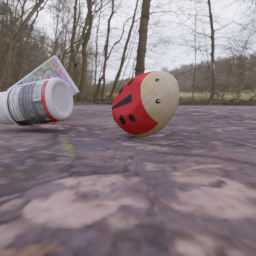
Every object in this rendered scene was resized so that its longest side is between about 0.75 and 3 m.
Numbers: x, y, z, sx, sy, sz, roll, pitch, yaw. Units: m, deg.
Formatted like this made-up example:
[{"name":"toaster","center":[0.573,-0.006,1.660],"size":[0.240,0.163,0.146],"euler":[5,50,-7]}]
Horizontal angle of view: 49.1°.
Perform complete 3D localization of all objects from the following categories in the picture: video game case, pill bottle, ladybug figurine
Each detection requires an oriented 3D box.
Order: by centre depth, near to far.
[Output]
[{"name":"ladybug figurine","center":[0.245,-0.512,6.041],"size":[0.732,1.381,2.035],"euler":[7,-19,-30]},{"name":"pill bottle","center":[-2.624,-0.664,7.708],"size":[1.997,1.157,1.157],"euler":[-6,3,22]},{"name":"video game case","center":[-2.774,-1.196,9.119],"size":[2.004,1.435,0.181],"euler":[-33,-2,8]}]

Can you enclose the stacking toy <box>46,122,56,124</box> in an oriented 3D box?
[{"name":"stacking toy","center":[-3.028,-0.356,10.202],"size":[0.917,0.532,0.503],"euler":[18,-38,2]}]
